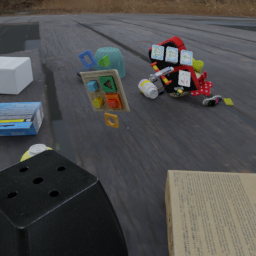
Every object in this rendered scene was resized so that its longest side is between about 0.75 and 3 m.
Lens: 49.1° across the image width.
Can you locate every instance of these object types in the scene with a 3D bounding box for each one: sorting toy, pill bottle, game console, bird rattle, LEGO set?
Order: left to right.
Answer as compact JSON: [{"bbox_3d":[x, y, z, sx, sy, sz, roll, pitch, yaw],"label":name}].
[{"bbox_3d":[-0.816,-1.121,9.209,1.633,2.899,0.395,5,37,35],"label":"sorting toy"},{"bbox_3d":[0.986,-1.839,13.340,0.649,0.649,1.246,-8,30,-15],"label":"pill bottle"},{"bbox_3d":[1.351,-1.857,8.637,1.341,0.441,1.795,11,64,-5],"label":"LEGO set"},{"bbox_3d":[1.836,-2.493,11.531,0.386,2.200,2.488,-33,14,-15],"label":"game console"},{"bbox_3d":[2.890,-2.037,13.161,2.070,1.430,2.539,-25,33,26],"label":"bird rattle"}]

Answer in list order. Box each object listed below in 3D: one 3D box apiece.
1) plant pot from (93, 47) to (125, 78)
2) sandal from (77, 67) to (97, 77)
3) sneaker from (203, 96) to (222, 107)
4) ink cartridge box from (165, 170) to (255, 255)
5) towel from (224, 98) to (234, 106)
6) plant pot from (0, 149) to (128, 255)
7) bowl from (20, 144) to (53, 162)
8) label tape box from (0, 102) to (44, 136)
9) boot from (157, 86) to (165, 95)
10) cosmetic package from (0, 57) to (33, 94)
[{"bbox_3d":[-1.114,-3.757,16.033,1.875,1.504,1.875,0,28,0],"label":"plant pot"},{"bbox_3d":[-1.759,-2.598,15.006,2.719,0.582,1.034,32,47,30],"label":"sandal"},{"bbox_3d":[3.812,-1.155,12.392,0.965,0.356,0.422,-14,32,-16],"label":"sneaker"},{"bbox_3d":[1.896,2.027,5.721,2.159,0.984,2.621,3,28,4],"label":"ink cartridge box"},{"bbox_3d":[4.582,-1.197,12.755,0.331,0.069,0.769,4,28,6],"label":"towel"},{"bbox_3d":[-1.507,1.747,5.203,2.249,2.000,2.255,24,35,37],"label":"plant pot"},{"bbox_3d":[-2.617,0.869,8.270,1.205,0.649,1.205,1,28,0],"label":"bowl"},{"bbox_3d":[-4.103,-0.189,10.166,1.625,0.713,2.253,-3,28,-5],"label":"label tape box"},{"bbox_3d":[1.714,-1.817,13.731,0.849,0.317,0.412,-19,42,-14],"label":"boot"},{"bbox_3d":[-6.315,-2.707,14.204,2.195,1.349,2.188,2,28,3],"label":"cosmetic package"}]
